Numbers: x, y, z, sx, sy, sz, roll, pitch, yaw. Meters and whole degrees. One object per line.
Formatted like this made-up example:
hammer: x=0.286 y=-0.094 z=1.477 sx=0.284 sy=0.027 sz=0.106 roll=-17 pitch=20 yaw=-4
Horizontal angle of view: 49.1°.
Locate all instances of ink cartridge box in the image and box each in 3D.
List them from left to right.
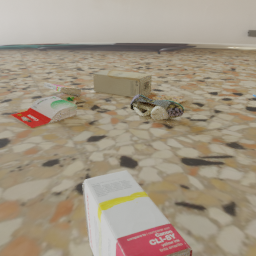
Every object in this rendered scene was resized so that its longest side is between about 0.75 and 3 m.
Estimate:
ink cartridge box: x=-3.137 y=-0.673 z=10.512 sx=1.554 sy=0.484 sz=1.931 roll=24 pitch=29 yaw=37
ink cartridge box: x=0.009 y=1.549 z=3.702 sx=0.739 sy=1.285 sz=1.771 roll=-10 pitch=23 yaw=-21

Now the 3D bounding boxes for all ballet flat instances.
ballet flat: x=0.964 y=-0.667 z=10.453 sx=2.320 sy=0.834 sz=0.834 roll=19 pitch=28 yaw=41

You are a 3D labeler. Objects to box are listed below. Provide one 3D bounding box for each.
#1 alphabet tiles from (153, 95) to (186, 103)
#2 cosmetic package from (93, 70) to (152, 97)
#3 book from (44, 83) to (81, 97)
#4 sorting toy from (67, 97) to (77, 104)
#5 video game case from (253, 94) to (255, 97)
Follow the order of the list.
alphabet tiles: x=1.853 y=-1.280 z=12.714 sx=1.337 sy=0.100 sz=1.367 roll=20 pitch=29 yaw=39
cosmetic package: x=-0.279 y=-2.253 z=14.045 sx=2.655 sy=0.970 sz=1.375 roll=12 pitch=24 yaw=26
book: x=-3.159 y=-1.884 z=13.434 sx=1.109 sy=0.399 sz=1.660 roll=7 pitch=10 yaw=-43
sorting toy: x=-2.744 y=-1.137 z=12.205 sx=0.984 sy=0.196 sz=1.332 roll=-1 pitch=22 yaw=-2
video game case: x=6.473 y=-1.517 z=13.376 sx=0.768 sy=0.068 sz=0.549 roll=-3 pitch=22 yaw=-8
